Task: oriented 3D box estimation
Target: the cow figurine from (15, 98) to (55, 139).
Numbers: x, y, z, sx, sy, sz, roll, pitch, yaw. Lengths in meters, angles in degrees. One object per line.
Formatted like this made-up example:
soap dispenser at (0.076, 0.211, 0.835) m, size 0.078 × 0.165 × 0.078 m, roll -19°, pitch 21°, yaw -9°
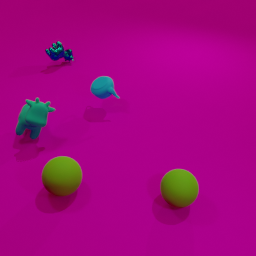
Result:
cow figurine at (-2.595, -0.381, 7.743) m, size 0.787 × 1.411 × 1.434 m, roll 19°, pitch 26°, yaw -28°

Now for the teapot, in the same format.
teapot at (-0.735, -1.207, 8.738) m, size 1.213 × 0.594 × 0.754 m, roll 26°, pitch 67°, yaw 40°

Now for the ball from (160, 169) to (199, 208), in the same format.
ball at (1.123, 1.318, 6.142) m, size 0.825 × 0.825 × 0.825 m, roll 0°, pitch 39°, yaw 0°

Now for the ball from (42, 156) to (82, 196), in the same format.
ball at (-1.500, 1.097, 6.383) m, size 0.896 × 0.896 × 0.896 m, roll 0°, pitch 39°, yaw 0°

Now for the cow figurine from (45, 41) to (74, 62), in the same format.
cow figurine at (-2.720, -2.969, 11.354) m, size 0.578 × 1.035 × 1.052 m, roll -4°, pitch 41°, yaw 39°
